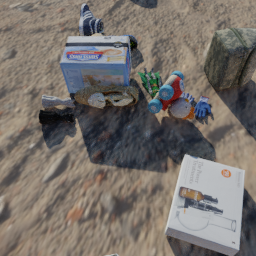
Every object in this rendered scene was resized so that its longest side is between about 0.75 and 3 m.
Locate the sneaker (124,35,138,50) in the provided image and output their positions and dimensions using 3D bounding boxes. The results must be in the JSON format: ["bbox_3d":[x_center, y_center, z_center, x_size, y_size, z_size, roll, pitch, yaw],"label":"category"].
[{"bbox_3d":[-0.536,-4.271,14.455,2.249,0.797,0.932,-14,45,-15],"label":"sneaker"}]

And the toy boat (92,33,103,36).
[{"bbox_3d":[-1.729,-3.839,13.941,1.792,1.171,1.169,-20,31,39],"label":"toy boat"}]

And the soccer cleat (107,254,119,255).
[{"bbox_3d":[-0.771,3.856,7.919,1.146,0.488,0.393,-16,52,-13],"label":"soccer cleat"}]

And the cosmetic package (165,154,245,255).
[{"bbox_3d":[2.542,2.356,9.037,2.085,0.715,2.766,16,52,9],"label":"cosmetic package"}]

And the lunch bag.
[{"bbox_3d":[4.804,-3.100,12.357,2.138,2.549,1.776,-13,53,-9],"label":"lunch bag"}]

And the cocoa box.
[{"bbox_3d":[-1.325,-2.752,12.412,2.807,1.872,1.842,2,54,5],"label":"cocoa box"}]

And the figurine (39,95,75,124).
[{"bbox_3d":[-2.928,-0.792,11.789,1.405,0.620,1.440,2,49,-8],"label":"figurine"}]

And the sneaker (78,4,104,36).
[{"bbox_3d":[-2.033,-6.171,15.957,1.366,0.883,2.519,-3,57,4],"label":"sneaker"}]

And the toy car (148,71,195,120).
[{"bbox_3d":[2.047,-1.082,11.332,1.813,1.603,1.671,37,43,0],"label":"toy car"}]

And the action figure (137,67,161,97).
[{"bbox_3d":[1.163,-2.024,12.827,1.101,0.510,1.864,-7,54,-11],"label":"action figure"}]

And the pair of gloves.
[{"bbox_3d":[2.842,-0.998,12.158,1.615,0.184,1.298,17,54,15],"label":"pair of gloves"}]

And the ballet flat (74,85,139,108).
[{"bbox_3d":[-0.829,-1.274,11.667,2.722,0.960,0.889,-8,44,-11],"label":"ballet flat"}]
